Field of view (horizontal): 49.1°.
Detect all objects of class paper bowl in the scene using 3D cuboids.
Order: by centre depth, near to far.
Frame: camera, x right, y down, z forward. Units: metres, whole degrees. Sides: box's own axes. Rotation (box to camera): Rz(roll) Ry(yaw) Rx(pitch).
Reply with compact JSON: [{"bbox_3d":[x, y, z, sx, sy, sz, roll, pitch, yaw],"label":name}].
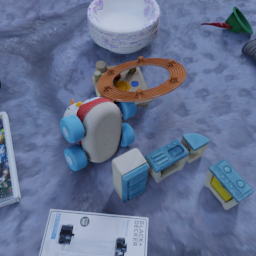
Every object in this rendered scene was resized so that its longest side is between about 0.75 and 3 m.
[{"bbox_3d":[-0.140,-3.487,9.536,2.395,1.245,2.395,0,56,0],"label":"paper bowl"}]

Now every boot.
[{"bbox_3d":[4.967,-2.663,9.356,1.999,0.698,1.316,-15,52,-15],"label":"boot"}]

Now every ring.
[{"bbox_3d":[0.316,-1.352,7.182,2.312,0.222,2.312,-7,35,5],"label":"ring"}]

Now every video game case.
[{"bbox_3d":[-4.159,0.985,7.064,2.479,0.318,2.726,-17,57,-11],"label":"video game case"}]

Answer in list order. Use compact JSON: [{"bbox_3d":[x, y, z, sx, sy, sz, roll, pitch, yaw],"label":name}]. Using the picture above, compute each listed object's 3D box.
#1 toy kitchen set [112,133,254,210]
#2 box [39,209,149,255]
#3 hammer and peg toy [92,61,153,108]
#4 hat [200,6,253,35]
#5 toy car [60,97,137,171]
[{"bbox_3d":[1.200,1.217,6.203,2.469,1.455,1.978,-27,60,-17],"label":"toy kitchen set"},{"bbox_3d":[-0.657,2.450,5.850,2.137,0.643,1.246,5,56,3],"label":"box"},{"bbox_3d":[-0.251,-1.411,8.339,1.562,0.749,2.124,-16,58,-4],"label":"hammer and peg toy"},{"bbox_3d":[3.682,-3.651,10.317,1.132,1.203,1.367,-30,86,-51],"label":"hat"},{"bbox_3d":[-1.087,-0.237,7.164,1.800,1.727,1.953,-26,46,-30],"label":"toy car"}]
